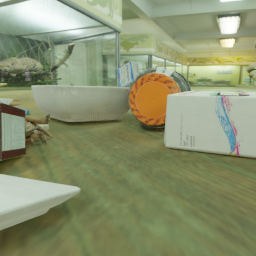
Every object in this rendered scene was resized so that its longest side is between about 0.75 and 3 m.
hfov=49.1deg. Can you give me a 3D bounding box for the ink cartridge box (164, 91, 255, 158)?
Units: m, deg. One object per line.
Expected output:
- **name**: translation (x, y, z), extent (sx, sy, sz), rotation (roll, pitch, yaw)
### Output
- **ink cartridge box**: translation (2.290, -0.166, 5.735), extent (2.631, 1.105, 1.905), rotation (5, 11, 28)

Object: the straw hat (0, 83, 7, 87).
- **straw hat**: translation (-3.736, -0.140, 5.291), extent (2.876, 1.217, 2.876), rotation (-3, 13, 1)

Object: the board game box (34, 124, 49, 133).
- **board game box**: translation (-2.566, 0.023, 7.474), extent (0.519, 0.132, 0.772), rotation (4, 11, 21)

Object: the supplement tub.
- **supplement tub**: translation (1.008, -0.941, 8.412), extent (1.702, 1.702, 2.778), rotation (3, 9, 14)

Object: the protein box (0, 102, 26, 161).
- **protein box**: translation (-2.445, 0.071, 4.501), extent (1.255, 0.853, 1.264), rotation (-1, -2, -5)

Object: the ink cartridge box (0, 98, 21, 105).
- **ink cartridge box**: translation (-6.647, -1.272, 14.262), extent (1.530, 0.473, 1.887), rotation (3, 1, 20)

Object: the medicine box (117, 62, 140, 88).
- **medicine box**: translation (0.034, -1.861, 9.948), extent (0.401, 0.710, 0.779), rotation (1, -15, -42)

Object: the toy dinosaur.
- **toy dinosaur**: translation (-2.384, 0.035, 5.994), extent (1.135, 0.719, 1.675), rotation (-3, 3, 24)

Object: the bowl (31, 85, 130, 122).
- **bowl**: translation (-1.513, -0.879, 9.501), extent (2.982, 1.113, 2.978), rotation (-5, 10, -35)

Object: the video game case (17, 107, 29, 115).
- **video game case**: translation (-5.192, -0.599, 10.764), extent (2.323, 0.207, 1.663), rotation (-7, 12, -33)

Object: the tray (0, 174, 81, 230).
- **tray**: translation (-1.929, 0.673, 2.946), extent (2.553, 0.283, 1.371), rotation (4, 0, 22)
